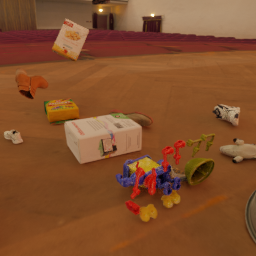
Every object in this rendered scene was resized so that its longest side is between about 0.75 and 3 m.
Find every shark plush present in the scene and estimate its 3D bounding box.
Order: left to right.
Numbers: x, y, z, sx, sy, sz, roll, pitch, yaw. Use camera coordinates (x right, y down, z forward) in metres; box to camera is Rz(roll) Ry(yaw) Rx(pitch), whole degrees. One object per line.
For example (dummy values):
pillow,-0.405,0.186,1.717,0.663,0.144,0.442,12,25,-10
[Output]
shark plush,3.873,0.684,9.035,1.670,0.759,0.695,-6,-8,-4

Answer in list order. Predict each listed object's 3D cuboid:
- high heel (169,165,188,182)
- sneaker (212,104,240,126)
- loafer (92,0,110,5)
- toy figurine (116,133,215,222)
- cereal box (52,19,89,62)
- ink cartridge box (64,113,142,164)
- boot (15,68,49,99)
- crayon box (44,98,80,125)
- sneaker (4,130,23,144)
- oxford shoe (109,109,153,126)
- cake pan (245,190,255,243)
high heel,1.493,1.263,7.943,0.579,0.290,0.812,-3,27,-20
sneaker,4.135,-0.577,11.903,1.117,0.685,1.716,7,23,20
loafer,-0.760,-3.564,7.734,0.292,0.256,0.813,-28,32,-25
toy figurine,0.697,0.911,7.261,2.947,1.555,1.766,-19,23,-36
cereal box,-2.545,-3.896,12.452,1.148,1.596,0.315,22,-12,-15
ink cartridge box,-0.859,0.274,9.470,2.191,0.920,1.587,-11,24,-25
boot,-2.780,-1.181,8.185,1.126,0.415,0.871,21,39,-46
crayon box,-2.977,-0.769,12.584,1.315,0.526,2.071,-9,24,-21
sneaker,-4.209,0.237,10.249,1.059,0.429,0.398,17,29,38
oxford shoe,0.054,-0.242,11.381,1.912,0.673,0.715,6,46,18
cake pan,3.836,1.698,5.539,2.818,0.517,2.818,-12,30,7
